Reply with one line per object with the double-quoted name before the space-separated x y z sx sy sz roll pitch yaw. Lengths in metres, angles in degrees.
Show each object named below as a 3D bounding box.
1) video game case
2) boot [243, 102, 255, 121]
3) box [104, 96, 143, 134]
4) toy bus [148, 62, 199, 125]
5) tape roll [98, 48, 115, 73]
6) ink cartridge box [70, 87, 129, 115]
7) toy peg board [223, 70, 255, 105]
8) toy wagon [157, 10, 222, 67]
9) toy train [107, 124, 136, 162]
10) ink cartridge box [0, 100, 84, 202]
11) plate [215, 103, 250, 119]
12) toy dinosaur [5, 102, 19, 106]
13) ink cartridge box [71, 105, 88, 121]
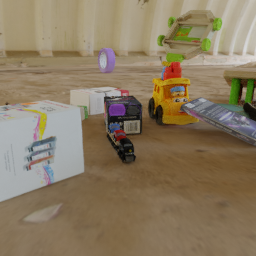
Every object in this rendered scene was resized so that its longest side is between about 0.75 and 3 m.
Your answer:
"video game case" 2.807 -0.259 8.035 2.264 0.215 1.617 30 28 24
"boot" 4.570 -0.477 9.672 0.821 0.399 1.091 10 30 -17
"box" -0.199 -0.438 8.648 1.043 0.905 1.706 -2 15 -7
"toy bus" 1.546 -1.199 9.441 1.410 1.995 2.078 -1 17 -9
"tape roll" -2.433 -7.583 31.483 0.883 2.691 2.691 -7 17 -31
"ink cartridge box" -1.152 -1.145 11.389 1.985 0.823 1.457 -13 21 -41
"toy peg board" 5.860 -1.549 12.614 2.885 1.411 2.873 9 2 25
"toy wagon" 2.114 -3.267 10.429 2.118 2.730 0.540 20 -15 39
"toy train" -0.215 0.283 6.821 0.356 0.478 2.089 -3 15 -14
"ink cartridge box" -1.932 0.296 5.142 1.847 1.335 1.342 -14 21 -42
"plate" 3.549 -0.641 10.553 2.487 0.318 2.487 1 16 0
"toy dinosaur" -3.772 -0.386 9.168 1.497 0.643 1.015 8 18 -37
"ink cartridge box" -1.985 -0.471 9.624 0.801 0.461 1.097 5 16 19
